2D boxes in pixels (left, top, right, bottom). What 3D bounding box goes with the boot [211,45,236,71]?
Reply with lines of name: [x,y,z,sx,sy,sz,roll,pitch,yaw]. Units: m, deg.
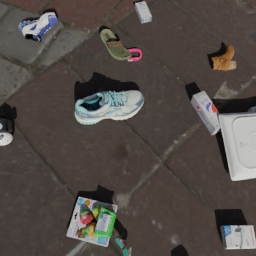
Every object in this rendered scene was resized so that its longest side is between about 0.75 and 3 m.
boot: [4.218,-3.147,12.570,1.023,0.505,1.318,-3,72,3]

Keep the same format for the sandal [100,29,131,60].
sandal: [-0.611,-3.781,12.557,0.792,0.569,1.995,-31,72,-22]

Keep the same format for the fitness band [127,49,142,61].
fitness band: [0.212,-3.339,12.757,0.839,0.157,0.602,-3,65,5]

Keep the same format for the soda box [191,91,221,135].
soda box: [3.221,-0.621,11.289,0.547,0.589,1.725,-23,67,-10]

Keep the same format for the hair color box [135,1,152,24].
hair color box: [0.746,-5.692,13.770,0.538,0.329,1.086,-15,67,-7]

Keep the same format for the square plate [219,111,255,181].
square plate: [4.890,0.559,10.538,2.553,0.367,2.577,-5,76,-8]

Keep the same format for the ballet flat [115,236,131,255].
ballet flat: [-0.089,3.885,9.115,0.306,0.297,0.860,-10,53,-44]

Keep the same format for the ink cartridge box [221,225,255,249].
ink cartridge box: [3.702,3.659,9.405,0.995,0.427,0.728,-2,65,1]

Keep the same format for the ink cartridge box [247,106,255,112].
ink cartridge box: [5.511,-0.567,11.349,1.013,0.426,0.739,-17,66,-8]

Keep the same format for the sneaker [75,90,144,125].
sneaker: [-0.706,-0.932,11.060,2.898,1.251,1.125,-17,66,-8]

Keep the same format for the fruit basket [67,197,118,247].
fruit basket: [-1.217,3.139,9.509,1.478,0.693,1.369,12,66,9]

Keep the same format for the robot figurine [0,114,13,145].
robot figurine: [-4.906,0.081,10.865,0.754,0.907,1.208,-4,62,-28]

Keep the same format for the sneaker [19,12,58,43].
sneaker: [-4.084,-4.559,13.092,1.844,0.745,1.065,-21,71,-2]
